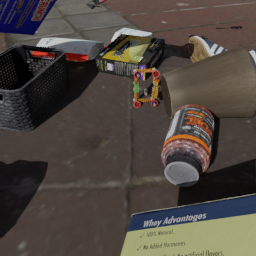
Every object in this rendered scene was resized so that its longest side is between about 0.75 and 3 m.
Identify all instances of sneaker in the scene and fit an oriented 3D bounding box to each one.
[{"bbox_3d":[3.377,-2.463,9.770,1.523,0.984,2.808,-18,47,-15],"label":"sneaker"}]

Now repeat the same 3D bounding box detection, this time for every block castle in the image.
[{"bbox_3d":[0.516,-1.127,7.956,0.736,1.101,0.517,-3,30,-6],"label":"block castle"}]

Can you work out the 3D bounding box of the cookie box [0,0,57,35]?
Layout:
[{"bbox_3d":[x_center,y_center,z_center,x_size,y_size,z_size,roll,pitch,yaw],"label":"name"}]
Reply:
[{"bbox_3d":[-2.974,-3.069,5.976,2.654,2.270,0.997,-11,78,-42],"label":"cookie box"}]

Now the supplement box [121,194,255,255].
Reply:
[{"bbox_3d":[1.144,2.075,2.366,2.491,1.672,2.488,-19,28,29],"label":"supplement box"}]

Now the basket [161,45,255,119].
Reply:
[{"bbox_3d":[2.059,-1.045,7.454,2.155,1.943,1.466,-10,4,-1],"label":"basket"}]

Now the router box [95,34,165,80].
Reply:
[{"bbox_3d":[0.150,-2.704,10.371,1.860,0.618,2.366,13,41,17],"label":"router box"}]

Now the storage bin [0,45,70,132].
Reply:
[{"bbox_3d":[-3.011,-1.237,7.954,1.830,1.269,2.707,10,39,12],"label":"storage bin"}]

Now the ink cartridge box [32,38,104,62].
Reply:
[{"bbox_3d":[-2.282,-2.858,10.024,2.133,0.630,2.664,9,19,11],"label":"ink cartridge box"}]

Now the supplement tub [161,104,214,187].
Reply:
[{"bbox_3d":[1.302,0.357,6.044,1.012,1.012,1.892,10,39,13],"label":"supplement tub"}]

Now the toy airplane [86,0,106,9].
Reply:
[{"bbox_3d":[-0.144,-3.554,6.261,2.269,0.417,2.269,-27,43,28],"label":"toy airplane"}]

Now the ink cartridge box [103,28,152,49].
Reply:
[{"bbox_3d":[-0.048,-3.671,11.841,1.460,0.431,1.824,21,43,25],"label":"ink cartridge box"}]
